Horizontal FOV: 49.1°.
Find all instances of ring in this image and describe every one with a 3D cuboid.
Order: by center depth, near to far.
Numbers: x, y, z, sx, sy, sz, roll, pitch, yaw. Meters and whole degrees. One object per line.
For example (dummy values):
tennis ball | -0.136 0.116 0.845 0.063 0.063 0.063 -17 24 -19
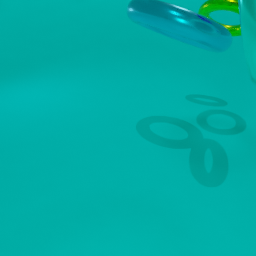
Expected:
ring | 1.648 -1.354 3.431 0.351 1.755 1.755 -4 25 30
ring | 0.898 -1.807 4.975 1.935 0.387 1.935 19 17 -6
ring | 2.464 -2.733 6.969 1.465 0.293 1.465 18 -6 2
